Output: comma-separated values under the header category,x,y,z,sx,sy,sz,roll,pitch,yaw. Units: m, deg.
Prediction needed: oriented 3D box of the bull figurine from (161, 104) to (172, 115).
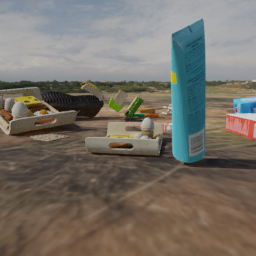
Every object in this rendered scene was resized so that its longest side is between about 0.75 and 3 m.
category,x,y,z,sx,sy,sz,roll,pitch,yaw
bull figurine,2.102,-0.827,12.683,0.959,0.514,1.580,7,11,39

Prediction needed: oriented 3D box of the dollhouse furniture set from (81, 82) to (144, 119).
category,x,y,z,sx,sy,sz,roll,pitch,yaw
dollhouse furniture set,-0.641,-1.399,11.128,2.444,0.944,1.222,32,7,-13

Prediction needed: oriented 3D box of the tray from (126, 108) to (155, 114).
category,x,y,z,sx,sy,sz,roll,pitch,yaw
tray,0.617,-0.764,13.082,0.759,0.285,1.538,5,11,29

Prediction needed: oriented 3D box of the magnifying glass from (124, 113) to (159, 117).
category,x,y,z,sx,sy,sz,roll,pitch,yaw
magnifying glass,0.587,-0.559,12.064,1.490,0.167,0.593,4,6,7

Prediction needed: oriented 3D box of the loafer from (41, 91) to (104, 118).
category,x,y,z,sx,sy,sz,roll,pitch,yaw
loafer,-2.346,-0.752,11.167,2.785,0.989,1.017,2,36,-24

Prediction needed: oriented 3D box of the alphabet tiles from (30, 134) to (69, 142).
category,x,y,z,sx,sy,sz,roll,pitch,yaw
alphabet tiles,-2.097,0.239,7.314,0.858,0.032,0.717,5,10,32

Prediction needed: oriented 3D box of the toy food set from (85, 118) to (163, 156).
category,x,y,z,sx,sy,sz,roll,pitch,yaw
toy food set,0.024,0.121,6.172,1.418,0.597,1.976,2,9,10

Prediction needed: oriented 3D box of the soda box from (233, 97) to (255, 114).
category,x,y,z,sx,sy,sz,roll,pitch,yaw
soda box,5.040,-0.691,9.701,2.482,0.796,0.842,-7,15,5

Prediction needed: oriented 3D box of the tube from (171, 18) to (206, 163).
category,x,y,z,sx,sy,sz,roll,pitch,yaw
tube,0.930,-0.455,4.273,0.545,2.164,0.838,15,39,31

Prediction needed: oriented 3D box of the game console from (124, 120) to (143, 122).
category,x,y,z,sx,sy,sz,roll,pitch,yaw
game console,0.247,-0.168,9.775,0.795,0.123,0.703,1,13,6

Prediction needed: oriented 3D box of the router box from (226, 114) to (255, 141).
category,x,y,z,sx,sy,sz,roll,pitch,yaw
router box,4.065,-0.060,7.647,2.076,0.507,1.863,-1,9,-5

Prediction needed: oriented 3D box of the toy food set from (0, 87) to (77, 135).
category,x,y,z,sx,sy,sz,roll,pitch,yaw
toy food set,-3.176,-0.727,8.823,1.993,0.839,2.778,-13,31,-38

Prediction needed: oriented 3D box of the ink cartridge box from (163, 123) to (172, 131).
category,x,y,z,sx,sy,sz,roll,pitch,yaw
ink cartridge box,1.246,-0.031,8.496,0.786,0.198,0.428,5,10,25
